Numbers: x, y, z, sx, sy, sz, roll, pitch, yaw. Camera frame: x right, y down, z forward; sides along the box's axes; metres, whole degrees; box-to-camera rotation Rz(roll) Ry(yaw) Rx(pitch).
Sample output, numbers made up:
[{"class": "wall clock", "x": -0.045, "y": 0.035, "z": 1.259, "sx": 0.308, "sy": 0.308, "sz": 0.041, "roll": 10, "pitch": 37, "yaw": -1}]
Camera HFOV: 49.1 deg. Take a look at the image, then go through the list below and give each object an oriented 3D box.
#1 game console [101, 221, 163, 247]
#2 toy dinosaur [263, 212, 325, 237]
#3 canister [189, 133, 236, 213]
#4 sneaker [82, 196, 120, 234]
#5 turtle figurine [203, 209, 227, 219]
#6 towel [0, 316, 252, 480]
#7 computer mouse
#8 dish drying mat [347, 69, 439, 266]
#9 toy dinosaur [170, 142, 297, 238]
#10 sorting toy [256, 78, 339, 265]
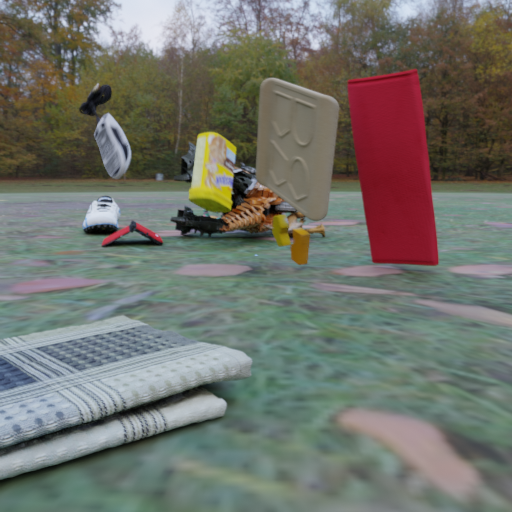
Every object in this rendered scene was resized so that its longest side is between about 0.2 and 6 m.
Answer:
[{"class": "game console", "x": -2.510, "y": -0.299, "z": 11.392, "sx": 1.008, "sy": 0.694, "sz": 1.169, "roll": 30, "pitch": 1, "yaw": -15}, {"class": "toy dinosaur", "x": 0.836, "y": -0.635, "z": 12.477, "sx": 1.329, "sy": 0.756, "sz": 2.502, "roll": -12, "pitch": 9, "yaw": 1}, {"class": "canister", "x": -0.836, "y": -1.632, "z": 11.035, "sx": 0.578, "sy": 1.334, "sz": 0.991, "roll": -2, "pitch": -14, "yaw": 29}, {"class": "sneaker", "x": -3.799, "y": -1.022, "z": 13.811, "sx": 0.876, "sy": 0.883, "sz": 2.437, "roll": -1, "pitch": 9, "yaw": -13}, {"class": "turtle figurine", "x": -1.013, "y": -0.941, "z": 14.040, "sx": 0.968, "sy": 0.651, "sz": 1.293, "roll": 24, "pitch": 7, "yaw": 40}, {"class": "towel", "x": -1.214, "y": 0.786, "z": 3.448, "sx": 1.873, "sy": 0.324, "sz": 1.804, "roll": -9, "pitch": 9, "yaw": -39}, {"class": "computer mouse", "x": -2.869, "y": -2.385, "z": 11.008, "sx": 0.413, "sy": 1.881, "sz": 1.031, "roll": -14, "pitch": -11, "yaw": -45}, {"class": "dish drying mat", "x": 1.897, "y": -1.123, "z": 7.711, "sx": 1.027, "sy": 2.674, "sz": 0.243, "roll": 2, "pitch": 26, "yaw": 35}, {"class": "toy dinosaur", "x": -0.346, "y": -1.304, "z": 12.296, "sx": 2.705, "sy": 2.036, "sz": 3.986, "roll": 10, "pitch": -3, "yaw": 3}, {"class": "sorting toy", "x": 0.546, "y": -1.208, "z": 8.075, "sx": 0.323, "sy": 2.411, "sz": 1.796, "roll": -10, "pitch": 28, "yaw": -25}]
